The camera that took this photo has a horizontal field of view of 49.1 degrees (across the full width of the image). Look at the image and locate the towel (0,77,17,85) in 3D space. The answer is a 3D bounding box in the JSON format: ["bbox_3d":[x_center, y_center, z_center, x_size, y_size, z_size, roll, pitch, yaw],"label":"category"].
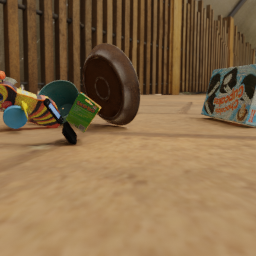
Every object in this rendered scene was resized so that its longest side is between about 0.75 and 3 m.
[{"bbox_3d":[-3.744,-0.875,7.405,1.362,1.415,0.244,21,-24,29],"label":"towel"}]

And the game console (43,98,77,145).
[{"bbox_3d":[-1.231,-0.125,5.104,0.114,0.945,0.557,-33,21,2],"label":"game console"}]

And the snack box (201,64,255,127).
[{"bbox_3d":[3.192,-1.003,8.455,0.516,1.616,2.782,14,5,-11],"label":"snack box"}]

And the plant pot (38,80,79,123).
[{"bbox_3d":[-1.934,-0.640,8.264,1.270,1.270,0.855,1,-24,9],"label":"plant pot"}]

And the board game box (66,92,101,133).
[{"bbox_3d":[-0.839,-0.286,5.231,0.141,0.451,0.944,-56,6,-37],"label":"board game box"}]

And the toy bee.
[{"bbox_3d":[-2.738,-0.645,6.690,2.359,1.282,1.544,-7,27,-44],"label":"toy bee"}]

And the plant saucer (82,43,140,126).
[{"bbox_3d":[-0.566,-1.057,7.306,0.353,2.199,2.199,-23,20,-37],"label":"plant saucer"}]
